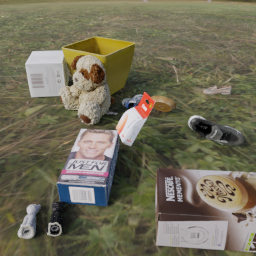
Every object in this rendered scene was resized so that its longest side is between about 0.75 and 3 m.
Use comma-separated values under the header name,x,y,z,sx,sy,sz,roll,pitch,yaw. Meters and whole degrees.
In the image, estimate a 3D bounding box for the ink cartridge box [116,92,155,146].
name,x,y,z,sx,sy,sz,roll,pitch,yaw
ink cartridge box,0.195,-0.367,8.838,0.388,1.549,1.256,21,15,-19

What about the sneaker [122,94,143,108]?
name,x,y,z,sx,sy,sz,roll,pitch,yaw
sneaker,0.326,-1.157,12.845,1.166,0.449,0.497,-20,46,-17

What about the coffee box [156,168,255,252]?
name,x,y,z,sx,sy,sz,roll,pitch,yaw
coffee box,2.118,1.961,6.888,2.883,1.151,1.629,2,31,3

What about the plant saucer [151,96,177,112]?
name,x,y,z,sx,sy,sz,roll,pitch,yaw
plant saucer,1.477,-0.992,12.054,1.192,1.192,0.211,11,69,18

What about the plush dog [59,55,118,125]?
name,x,y,z,sx,sy,sz,roll,pitch,yaw
plush dog,-1.521,-1.840,11.890,2.307,2.470,2.875,-20,36,-29

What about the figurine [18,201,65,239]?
name,x,y,z,sx,sy,sz,roll,pitch,yaw
figurine,-2.169,2.269,7.161,1.077,0.463,1.050,-4,23,-5

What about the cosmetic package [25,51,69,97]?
name,x,y,z,sx,sy,sz,roll,pitch,yaw
cosmetic package,-3.989,-2.781,14.150,1.745,1.756,2.098,-4,31,-6

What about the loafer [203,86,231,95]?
name,x,y,z,sx,sy,sz,roll,pitch,yaw
loafer,4.488,-1.948,14.052,1.370,0.431,0.492,1,31,2

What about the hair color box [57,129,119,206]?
name,x,y,z,sx,sy,sz,roll,pitch,yaw
hair color box,-1.099,1.084,8.657,1.371,0.829,2.741,3,31,4

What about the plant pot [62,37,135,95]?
name,x,y,z,sx,sy,sz,roll,pitch,yaw
plant pot,-1.378,-3.003,13.997,2.604,2.297,2.604,19,36,27

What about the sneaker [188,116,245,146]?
name,x,y,z,sx,sy,sz,roll,pitch,yaw
sneaker,3.070,0.188,9.742,2.051,0.682,0.928,23,15,8
